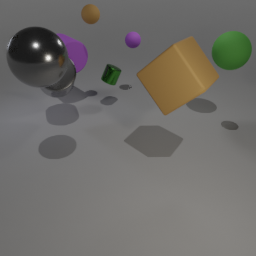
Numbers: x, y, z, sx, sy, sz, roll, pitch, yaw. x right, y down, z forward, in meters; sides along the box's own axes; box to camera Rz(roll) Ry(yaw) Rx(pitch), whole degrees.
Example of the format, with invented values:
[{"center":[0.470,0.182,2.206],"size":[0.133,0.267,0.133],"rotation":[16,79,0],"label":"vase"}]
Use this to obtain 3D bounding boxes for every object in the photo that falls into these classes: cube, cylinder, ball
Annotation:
[{"center":[1.385,-1.439,7.694],"size":[1.400,1.400,1.400],"rotation":[-33,4,39],"label":"cube"},{"center":[-2.658,-3.188,11.984],"size":[1.400,1.400,1.400],"rotation":[-22,39,-32],"label":"cylinder"},{"center":[-2.119,-1.660,6.631],"size":[1.400,1.400,1.400],"rotation":[0,31,0],"label":"ball"},{"center":[-0.725,-2.309,12.126],"size":[0.700,0.700,0.700],"rotation":[22,22,-10],"label":"cylinder"},{"center":[-1.399,-4.254,10.478],"size":[0.700,0.700,0.700],"rotation":[0,31,0],"label":"ball"},{"center":[-2.677,-1.931,10.456],"size":[1.400,1.400,1.400],"rotation":[-9,-1,-14],"label":"cylinder"},{"center":[0.220,-3.897,12.406],"size":[0.700,0.700,0.700],"rotation":[0,31,0],"label":"ball"},{"center":[3.834,-2.860,10.396],"size":[1.400,1.400,1.400],"rotation":[0,31,0],"label":"ball"}]
